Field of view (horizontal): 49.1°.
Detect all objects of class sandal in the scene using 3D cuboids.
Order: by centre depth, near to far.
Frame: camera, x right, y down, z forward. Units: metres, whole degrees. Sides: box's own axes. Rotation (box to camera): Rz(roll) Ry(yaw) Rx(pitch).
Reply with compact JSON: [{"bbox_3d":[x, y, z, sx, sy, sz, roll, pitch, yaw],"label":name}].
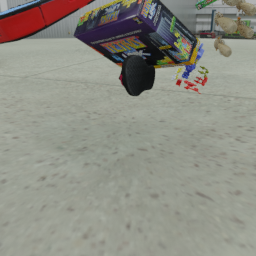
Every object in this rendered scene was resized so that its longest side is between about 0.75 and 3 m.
[{"bbox_3d":[0.159,-1.159,6.306,0.500,0.834,2.221,13,10,15],"label":"sandal"}]

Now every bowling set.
[{"bbox_3d":[3.065,-2.976,7.704,1.296,1.862,1.000,-10,40,-6],"label":"bowling set"}]

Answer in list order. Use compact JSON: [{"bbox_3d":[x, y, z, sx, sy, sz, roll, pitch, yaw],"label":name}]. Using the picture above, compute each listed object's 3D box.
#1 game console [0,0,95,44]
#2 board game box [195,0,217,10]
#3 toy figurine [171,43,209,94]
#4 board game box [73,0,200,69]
[{"bbox_3d":[-1.940,-2.368,5.606,2.965,0.460,2.622,9,44,39],"label":"game console"},{"bbox_3d":[2.776,-4.245,8.577,0.977,0.211,1.452,-10,38,53],"label":"board game box"},{"bbox_3d":[2.180,-2.084,8.656,1.041,1.183,1.974,26,41,9],"label":"toy figurine"},{"bbox_3d":[0.168,-2.172,6.820,2.003,0.687,2.424,24,-11,-40],"label":"board game box"}]
